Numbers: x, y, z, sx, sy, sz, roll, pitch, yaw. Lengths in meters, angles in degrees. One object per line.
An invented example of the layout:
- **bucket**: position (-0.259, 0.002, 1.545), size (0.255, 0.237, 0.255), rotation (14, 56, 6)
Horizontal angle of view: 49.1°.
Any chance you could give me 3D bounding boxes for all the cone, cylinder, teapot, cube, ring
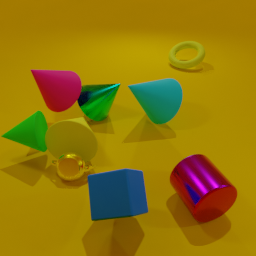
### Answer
- **cone**: position (0.550, -0.987, 8.146), size (1.472, 1.467, 1.467), rotation (17, 22, -38)
- **cone**: position (-0.657, -1.036, 8.466), size (1.288, 1.283, 1.283), rotation (-28, 17, 38)
- **cylinder**: position (1.566, 1.254, 5.930), size (1.030, 1.030, 1.030), rotation (-13, 38, -17)
- **teapot**: position (-1.324, 0.915, 6.784), size (1.131, 0.703, 0.554), rotation (8, 7, 2)
- **cube**: position (-0.184, 1.283, 5.410), size (0.840, 0.840, 0.840), rotation (-13, 74, 21)
- **cone**: position (-1.342, 0.045, 7.437), size (1.319, 1.319, 1.323), rotation (3, 32, 4)
- **cone**: position (-2.198, -1.280, 7.690), size (1.326, 1.331, 1.326), rotation (-9, 69, 23)
- **ring**: position (2.584, -3.235, 12.337), size (1.610, 0.322, 1.610), rotation (-9, 54, 12)
- **cone**: position (-2.643, 0.143, 6.957), size (1.045, 1.041, 1.041), rotation (-7, 36, 1)
